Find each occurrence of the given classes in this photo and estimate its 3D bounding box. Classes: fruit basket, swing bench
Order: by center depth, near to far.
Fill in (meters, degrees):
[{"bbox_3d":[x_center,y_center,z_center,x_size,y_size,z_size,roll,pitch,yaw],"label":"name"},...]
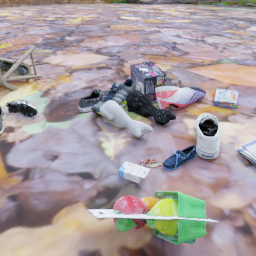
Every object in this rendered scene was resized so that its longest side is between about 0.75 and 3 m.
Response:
[{"bbox_3d":[0.398,2.029,6.306,2.421,1.135,2.242,0,-12,-15],"label":"fruit basket"},{"bbox_3d":[-6.914,-3.315,15.333,2.878,1.877,2.893,16,39,23],"label":"swing bench"}]

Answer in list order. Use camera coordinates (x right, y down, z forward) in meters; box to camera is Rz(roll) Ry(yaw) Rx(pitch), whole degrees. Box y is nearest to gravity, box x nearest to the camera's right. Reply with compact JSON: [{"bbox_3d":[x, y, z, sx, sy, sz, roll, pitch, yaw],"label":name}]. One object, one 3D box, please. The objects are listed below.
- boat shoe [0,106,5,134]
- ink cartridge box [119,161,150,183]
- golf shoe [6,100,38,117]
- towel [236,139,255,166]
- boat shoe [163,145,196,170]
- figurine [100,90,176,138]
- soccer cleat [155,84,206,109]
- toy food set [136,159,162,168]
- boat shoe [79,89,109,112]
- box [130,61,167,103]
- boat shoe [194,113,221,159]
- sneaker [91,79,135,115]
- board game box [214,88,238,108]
[{"bbox_3d":[-5.447,-0.315,11.401,0.701,0.592,1.967,-9,32,-14],"label":"boat shoe"},{"bbox_3d":[0.201,1.406,8.785,0.873,0.296,0.502,14,35,23],"label":"ink cartridge box"},{"bbox_3d":[-4.596,-0.980,12.485,1.680,0.653,0.794,15,34,21],"label":"golf shoe"},{"bbox_3d":[5.244,1.074,9.031,2.070,0.335,2.818,-21,35,-14],"label":"towel"},{"bbox_3d":[1.709,0.922,9.419,1.419,0.487,0.597,-25,39,-35],"label":"boat shoe"},{"bbox_3d":[0.412,-0.495,11.446,2.382,1.026,2.324,-28,44,-37],"label":"figurine"},{"bbox_3d":[2.497,-1.378,13.063,2.982,1.091,1.017,-2,-1,-36],"label":"soccer cleat"},{"bbox_3d":[0.661,1.172,9.353,0.811,0.128,0.515,-12,33,-20],"label":"toy food set"},{"bbox_3d":[-1.511,-1.467,13.214,0.764,0.724,2.186,22,37,33],"label":"boat shoe"},{"bbox_3d":[0.978,-2.276,13.912,1.220,1.405,2.126,-12,33,-12],"label":"box"},{"bbox_3d":[2.978,-0.010,10.475,1.050,0.959,2.918,8,30,16],"label":"boat shoe"},{"bbox_3d":[-0.635,-1.431,12.700,1.078,1.181,2.917,18,35,28],"label":"sneaker"},{"bbox_3d":[4.797,-1.471,13.665,1.058,0.269,1.564,10,32,16],"label":"board game box"}]
